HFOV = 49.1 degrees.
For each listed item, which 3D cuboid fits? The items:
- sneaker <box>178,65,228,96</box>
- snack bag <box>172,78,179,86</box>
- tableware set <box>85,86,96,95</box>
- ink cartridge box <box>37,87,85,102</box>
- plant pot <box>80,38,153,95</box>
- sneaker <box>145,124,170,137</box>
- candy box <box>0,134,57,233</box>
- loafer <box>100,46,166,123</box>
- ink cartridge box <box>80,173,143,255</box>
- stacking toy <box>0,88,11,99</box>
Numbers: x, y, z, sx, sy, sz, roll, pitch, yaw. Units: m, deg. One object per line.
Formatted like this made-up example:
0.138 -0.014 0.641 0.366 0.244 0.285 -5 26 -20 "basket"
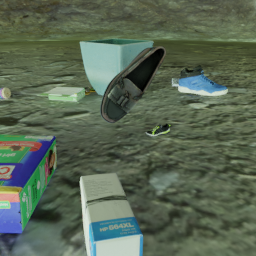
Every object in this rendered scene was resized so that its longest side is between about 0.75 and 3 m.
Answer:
3.677 -2.364 13.698 2.395 1.332 0.919 11 24 25 "sneaker"
3.284 -2.572 15.820 1.594 0.171 1.503 2 22 6 "snack bag"
-2.015 -1.880 14.020 1.368 0.210 0.922 -5 22 -13 "tableware set"
-2.934 -1.444 12.556 1.418 0.467 1.948 5 22 12 "ink cartridge box"
-0.514 -2.790 13.171 2.467 2.520 2.474 18 28 36 "plant pot"
0.949 0.032 8.975 0.882 0.365 0.316 -10 24 -24 "sneaker"
-2.775 0.986 5.783 2.059 0.938 2.436 1 23 0 "candy box"
0.163 -1.382 8.311 2.807 1.009 0.884 -55 16 -14 "loafer"
-0.306 1.530 4.166 0.648 1.122 1.537 -5 23 -13 "ink cartridge box"
-6.123 -1.613 13.097 1.211 0.517 0.517 0 21 19 "stacking toy"
